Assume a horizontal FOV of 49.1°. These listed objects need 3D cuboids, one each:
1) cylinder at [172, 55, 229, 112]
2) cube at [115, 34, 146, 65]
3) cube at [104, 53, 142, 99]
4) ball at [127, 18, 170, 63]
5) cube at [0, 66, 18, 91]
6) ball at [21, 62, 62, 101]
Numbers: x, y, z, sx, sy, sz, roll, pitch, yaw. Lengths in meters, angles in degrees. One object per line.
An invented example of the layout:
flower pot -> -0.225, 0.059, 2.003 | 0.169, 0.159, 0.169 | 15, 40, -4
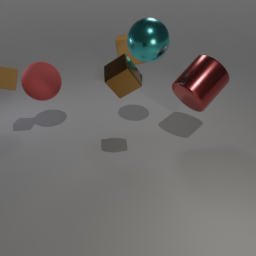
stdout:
cylinder -> 2.457, -1.513, 9.568 | 1.400, 1.400, 1.400 | -48, 45, -7
cube -> 0.175, -4.170, 14.759 | 1.400, 1.400, 1.400 | -8, 26, 6
cube -> -0.141, -1.336, 7.221 | 0.700, 0.700, 0.700 | -27, 42, 20
ball -> 0.661, -2.856, 9.148 | 1.400, 1.400, 1.400 | 0, 31, 0
cube -> -4.054, -1.664, 9.287 | 0.700, 0.700, 0.700 | 7, 9, -22
ball -> -3.129, -1.690, 10.163 | 1.400, 1.400, 1.400 | 0, 31, 0
